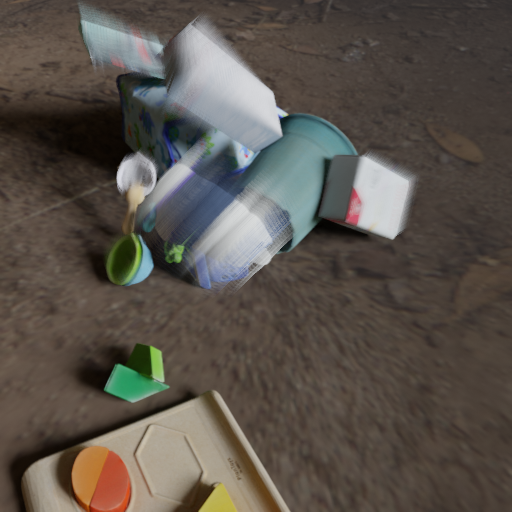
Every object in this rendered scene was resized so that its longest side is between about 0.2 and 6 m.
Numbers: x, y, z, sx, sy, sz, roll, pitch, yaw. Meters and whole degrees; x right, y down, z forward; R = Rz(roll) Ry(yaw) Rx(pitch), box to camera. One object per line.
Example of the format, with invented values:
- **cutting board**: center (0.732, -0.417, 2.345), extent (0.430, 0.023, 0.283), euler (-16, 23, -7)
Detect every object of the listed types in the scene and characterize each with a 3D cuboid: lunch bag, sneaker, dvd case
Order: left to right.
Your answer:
- **dvd case**: center (-1.983, -3.390, 9.396), extent (1.790, 0.197, 1.307), euler (8, 35, -32)
- **lunch bag**: center (-0.888, -2.558, 10.329), extent (2.694, 1.717, 2.291), euler (-17, 44, -26)
- **sneaker**: center (-0.364, -0.174, 5.228), extent (1.092, 1.491, 0.601), euler (38, 77, 9)

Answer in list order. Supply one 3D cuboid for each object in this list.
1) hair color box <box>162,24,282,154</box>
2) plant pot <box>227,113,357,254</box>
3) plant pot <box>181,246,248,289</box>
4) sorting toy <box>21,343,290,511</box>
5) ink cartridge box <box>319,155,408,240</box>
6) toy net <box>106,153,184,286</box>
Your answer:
- **hair color box**: center (-0.447, -2.299, 7.935), extent (0.559, 1.844, 0.913), euler (-27, 57, 30)
- **plant pot**: center (0.477, -1.027, 8.637), extent (1.713, 1.713, 1.678), euler (23, 53, 25)
- **plant pot**: center (-0.656, -0.090, 8.071), extent (0.762, 0.848, 0.848), euler (-25, 47, -18)
- **sorting toy**: center (-1.210, 2.138, 5.714), extent (2.228, 0.444, 3.014), euler (-20, 45, -22)
- **ink cartridge box**: center (1.629, -0.855, 8.372), extent (0.544, 0.958, 1.314), euler (14, -1, 44)
- **toy net**: center (-1.728, -0.752, 8.332), extent (0.470, 1.278, 2.436), euler (20, 45, -44)
